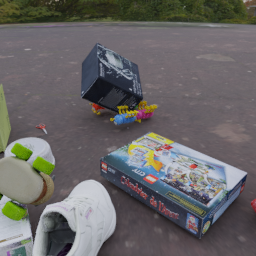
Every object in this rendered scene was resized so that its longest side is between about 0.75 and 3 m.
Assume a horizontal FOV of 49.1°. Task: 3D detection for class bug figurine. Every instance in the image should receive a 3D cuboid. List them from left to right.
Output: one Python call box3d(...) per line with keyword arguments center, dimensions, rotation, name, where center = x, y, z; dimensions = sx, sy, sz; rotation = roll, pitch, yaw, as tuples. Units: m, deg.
box3d(center=(-0.168, -0.717, 10.980), dimensions=(2.142, 0.711, 2.762), rotation=(-9, 24, -28), name="bug figurine")

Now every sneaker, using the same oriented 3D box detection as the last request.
box3d(center=(-0.894, 1.712, 5.136), dimensions=(1.110, 1.477, 2.966), rotation=(-5, 24, 6), name="sneaker")

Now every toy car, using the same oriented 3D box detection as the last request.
box3d(center=(-1.981, 1.165, 5.753), dimensions=(1.131, 1.433, 1.177), rotation=(27, 77, 19), name="toy car")

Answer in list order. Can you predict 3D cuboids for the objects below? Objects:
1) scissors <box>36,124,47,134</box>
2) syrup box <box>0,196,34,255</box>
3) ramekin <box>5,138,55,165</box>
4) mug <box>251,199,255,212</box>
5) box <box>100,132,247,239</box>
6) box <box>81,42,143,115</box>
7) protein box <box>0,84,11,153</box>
box3d(center=(-3.044, 0.022, 10.186), dimensions=(0.326, 0.062, 0.892), rotation=(-21, 31, -39), name="scissors")
box3d(center=(-2.345, 1.917, 5.614), dimensions=(0.708, 0.685, 1.740), rotation=(-12, 29, -23), name="syrup box")
box3d(center=(-2.785, 0.803, 7.849), dimensions=(1.379, 0.642, 1.379), rotation=(2, 29, -1), name="ramekin")
box3d(center=(3.919, 1.028, 5.892), dimensions=(2.490, 1.661, 2.210), rotation=(1, -6, -42), name="mug")
box3d(center=(1.042, 1.151, 6.952), dimensions=(2.992, 0.564, 2.043), rotation=(24, 36, 38), name="box")
box3d(center=(-0.640, -1.817, 10.701), dimensions=(2.000, 1.261, 2.034), rotation=(21, 44, -30), name="box")
box3d(center=(-4.603, -0.309, 8.940), dimensions=(1.185, 1.744, 1.756), rotation=(-6, 27, -13), name="protein box")
